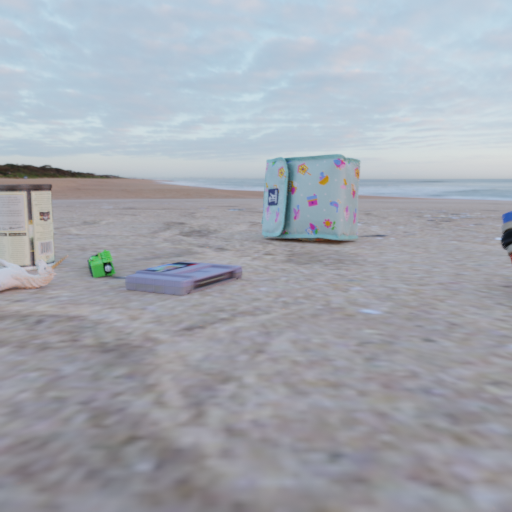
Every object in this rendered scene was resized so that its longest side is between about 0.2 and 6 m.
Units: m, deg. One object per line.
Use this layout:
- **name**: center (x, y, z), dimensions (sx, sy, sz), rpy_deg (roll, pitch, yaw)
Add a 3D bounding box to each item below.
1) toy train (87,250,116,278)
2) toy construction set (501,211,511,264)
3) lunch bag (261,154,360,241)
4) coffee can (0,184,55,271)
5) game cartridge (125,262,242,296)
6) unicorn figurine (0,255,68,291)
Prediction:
- **toy train**: center (-2.409, 0.125, 8.670), dimensions (0.380, 0.281, 1.348), rpy_deg (-13, 11, -16)
- **toy construction set**: center (3.946, -0.030, 6.401), dimensions (1.439, 1.562, 1.872), rpy_deg (27, 31, -35)
- **lunch bag**: center (1.157, -1.356, 13.220), dimensions (2.340, 1.994, 1.427), rpy_deg (5, 5, 30)
- **coffee can**: center (-3.791, -0.483, 9.051), dimensions (0.985, 1.346, 0.985), rpy_deg (0, 7, 0)
- **game cartridge**: center (-0.953, 0.272, 7.589), dimensions (0.950, 0.281, 1.466), rpy_deg (9, 10, 27)
- **unicorn figurine**: center (-3.186, 0.227, 7.146), dimensions (0.855, 0.460, 1.245), rpy_deg (29, 36, 19)
